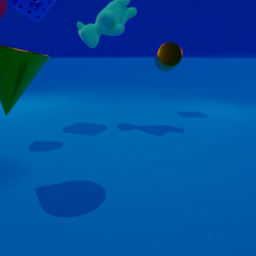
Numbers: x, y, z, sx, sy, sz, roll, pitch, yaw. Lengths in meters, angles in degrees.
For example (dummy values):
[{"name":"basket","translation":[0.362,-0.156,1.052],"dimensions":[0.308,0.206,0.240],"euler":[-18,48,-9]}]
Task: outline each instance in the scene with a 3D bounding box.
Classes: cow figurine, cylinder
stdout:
[{"name":"cow figurine","translation":[-0.747,-3.342,8.927],"dimensions":[1.696,0.946,1.724],"euler":[9,58,48]},{"name":"cylinder","translation":[1.533,-2.711,10.744],"dimensions":[0.930,0.930,0.930],"euler":[-1,0,-2]}]

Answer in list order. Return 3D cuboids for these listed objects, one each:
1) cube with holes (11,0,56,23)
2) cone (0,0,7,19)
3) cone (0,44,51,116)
[{"name":"cube with holes","translation":[-3.052,-4.186,8.869],"dimensions":[0.943,0.943,0.943],"euler":[18,38,-53]},{"name":"cone","translation":[-3.861,-3.431,7.459],"dimensions":[0.879,0.879,0.882],"euler":[-16,48,-45]},{"name":"cone","translation":[-2.046,-0.792,4.882],"dimensions":[1.194,1.198,1.194],"euler":[12,12,-3]}]
